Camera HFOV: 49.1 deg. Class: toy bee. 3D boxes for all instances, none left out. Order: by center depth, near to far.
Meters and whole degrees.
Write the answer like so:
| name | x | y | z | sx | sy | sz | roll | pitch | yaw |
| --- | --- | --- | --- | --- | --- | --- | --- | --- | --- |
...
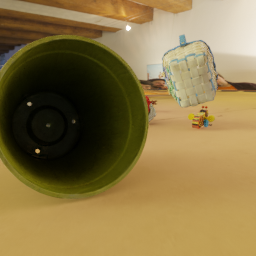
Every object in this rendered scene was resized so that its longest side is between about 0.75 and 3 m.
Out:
| name | x | y | z | sx | sy | sz | roll | pitch | yaw |
| --- | --- | --- | --- | --- | --- | --- | --- | --- | --- |
| toy bee | 2.326 | -0.368 | 8.937 | 0.811 | 0.674 | 1.240 | 3 | 8 | 12 |

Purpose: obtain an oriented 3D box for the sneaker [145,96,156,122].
| name | x | y | z | sx | sy | sz | roll | pitch | yaw |
| --- | --- | --- | --- | --- | --- | --- | --- | --- | --- |
| sneaker | -0.013 | -0.880 | 10.167 | 2.472 | 1.050 | 0.952 | 8 | 41 | 44 |

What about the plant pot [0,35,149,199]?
| name | x | y | z | sx | sy | sz | roll | pitch | yaw |
| --- | --- | --- | --- | --- | --- | --- | --- | --- | --- |
| plant pot | -1.062 | -0.089 | 4.409 | 2.067 | 2.067 | 1.990 | -5 | -1 | -27 |

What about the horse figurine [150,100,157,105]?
| name | x | y | z | sx | sy | sz | roll | pitch | yaw |
| --- | --- | --- | --- | --- | --- | --- | --- | --- | --- |
| horse figurine | -0.081 | -1.283 | 13.281 | 1.770 | 0.666 | 2.670 | 4 | -8 | 42 |

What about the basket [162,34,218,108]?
| name | x | y | z | sx | sy | sz | roll | pitch | yaw |
| --- | --- | --- | --- | --- | --- | --- | --- | --- | --- |
| basket | 2.085 | -1.945 | 9.518 | 1.733 | 2.196 | 2.491 | -13 | 22 | 20 |

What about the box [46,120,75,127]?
| name | x | y | z | sx | sy | sz | roll | pitch | yaw |
| --- | --- | --- | --- | --- | --- | --- | --- | --- | --- |
| box | -2.239 | -0.180 | 7.660 | 1.538 | 0.392 | 1.213 | 3 | -6 | -11 |

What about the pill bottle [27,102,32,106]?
| name | x | y | z | sx | sy | sz | roll | pitch | yaw |
| --- | --- | --- | --- | --- | --- | --- | --- | --- | --- |
| pill bottle | -2.861 | -1.198 | 9.840 | 0.997 | 0.997 | 1.795 | 0 | 38 | 2 |
